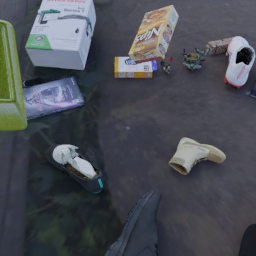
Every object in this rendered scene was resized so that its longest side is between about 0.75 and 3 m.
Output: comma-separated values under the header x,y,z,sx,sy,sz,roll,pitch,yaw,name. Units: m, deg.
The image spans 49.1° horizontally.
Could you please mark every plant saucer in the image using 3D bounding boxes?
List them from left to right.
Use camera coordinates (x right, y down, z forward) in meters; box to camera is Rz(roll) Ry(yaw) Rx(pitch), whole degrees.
x,y,z,sx,sy,sz,roll,pitch,yaw,name
-3.199,-1.232,5.279,2.567,0.615,2.571,-2,76,-43,plant saucer

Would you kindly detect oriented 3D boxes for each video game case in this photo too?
x,y,z,sx,sy,sz,roll,pitch,yaw,name
-2.606,-1.030,9.368,2.003,0.190,1.431,-16,50,-15,video game case

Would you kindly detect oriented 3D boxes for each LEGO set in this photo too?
x,y,z,sx,sy,sz,roll,pitch,yaw,name
2.198,-2.461,10.522,1.915,0.543,1.244,-9,46,9,LEGO set

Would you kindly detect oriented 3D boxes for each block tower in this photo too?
x,y,z,sx,sy,sz,roll,pitch,yaw,name
3.835,-3.293,11.211,1.406,0.380,0.407,-16,52,-13,block tower

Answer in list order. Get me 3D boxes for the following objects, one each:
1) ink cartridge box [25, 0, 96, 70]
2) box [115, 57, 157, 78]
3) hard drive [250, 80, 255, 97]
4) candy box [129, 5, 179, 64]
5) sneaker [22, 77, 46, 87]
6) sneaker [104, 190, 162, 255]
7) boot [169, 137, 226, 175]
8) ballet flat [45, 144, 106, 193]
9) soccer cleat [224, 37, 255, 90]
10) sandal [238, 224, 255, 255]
x,y,z,sx,sy,sz,roll,pitch,yaw,name
-2.449,-3.665,10.648,1.981,1.144,2.713,5,64,5,ink cartridge box
0.279,-2.250,10.358,1.543,0.320,0.918,1,49,-2,box
5.563,-1.321,9.474,2.384,0.392,1.664,22,52,18,hard drive
0.786,-2.802,8.427,1.009,0.484,1.749,0,59,40,candy box
-3.303,-1.608,9.798,0.797,0.302,0.349,-16,13,-36,sneaker
0.267,2.426,6.038,1.052,0.881,2.319,28,61,10,sneaker
1.850,0.863,7.518,1.302,0.474,1.012,22,52,20,boot
-1.399,0.865,7.351,2.120,0.725,0.721,30,55,24,ballet flat
4.066,-2.594,9.988,0.957,1.188,2.789,23,53,4,soccer cleat
2.485,3.079,5.477,1.050,0.630,2.797,19,52,16,sandal
